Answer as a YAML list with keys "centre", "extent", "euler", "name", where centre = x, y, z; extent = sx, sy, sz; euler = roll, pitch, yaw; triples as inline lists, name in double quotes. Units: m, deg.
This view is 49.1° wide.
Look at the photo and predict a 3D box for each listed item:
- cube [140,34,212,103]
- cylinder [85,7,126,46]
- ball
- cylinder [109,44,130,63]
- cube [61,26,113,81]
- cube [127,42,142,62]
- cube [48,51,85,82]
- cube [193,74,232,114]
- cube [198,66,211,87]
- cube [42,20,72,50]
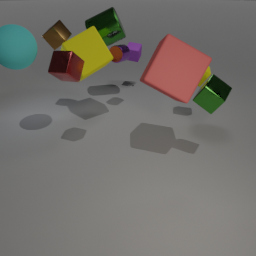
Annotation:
- centre: [1.316, -1.684, 8.191]
  extent: [1.400, 1.400, 1.400]
  euler: [27, 7, -6]
  name: "cube"
- centre: [-0.989, -4.421, 12.505]
  extent: [1.400, 1.400, 1.400]
  euler: [-22, 26, 11]
  name: "cylinder"
- centre: [-3.644, -2.588, 8.998]
  extent: [1.400, 1.400, 1.400]
  euler: [0, 28, 0]
  name: "ball"
- centre: [-0.359, -3.132, 11.783]
  extent: [0.700, 0.700, 0.700]
  euler: [13, 25, 23]
  name: "cylinder"
- centre: [-1.641, -2.836, 10.921]
  extent: [1.400, 1.400, 1.400]
  euler: [-35, 11, -13]
  name: "cube"
- centre: [0.297, -3.997, 14.726]
  extent: [0.700, 0.700, 0.700]
  euler: [13, 49, 10]
  name: "cube"
- centre: [-1.829, -1.829, 8.341]
  extent: [0.700, 0.700, 0.700]
  euler: [8, -10, 25]
  name: "cube"
- centre: [2.450, -0.981, 8.153]
  extent: [0.700, 0.700, 0.700]
  euler: [38, 53, 3]
  name: "cube"
- centre: [2.811, -2.228, 11.238]
  extent: [0.700, 0.700, 0.700]
  euler: [30, 35, -11]
  name: "cube"
- centre: [-2.760, -3.619, 10.903]
  extent: [0.700, 0.700, 0.700]
  euler: [-24, 32, 32]
  name: "cube"
